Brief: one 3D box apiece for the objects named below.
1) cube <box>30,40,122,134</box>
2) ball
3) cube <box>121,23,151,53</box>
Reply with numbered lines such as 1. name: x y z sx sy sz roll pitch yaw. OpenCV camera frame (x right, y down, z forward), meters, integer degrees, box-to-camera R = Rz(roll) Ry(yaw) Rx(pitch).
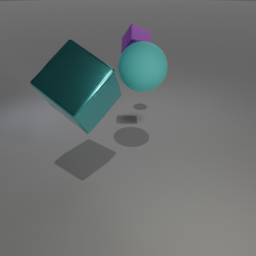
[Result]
1. cube: -1.178 -0.949 6.817 1.400 1.400 1.400 37 80 15
2. ball: 0.416 -1.735 7.979 1.400 1.400 1.400 0 28 0
3. cube: 0.256 -2.715 8.881 0.700 0.700 0.700 16 56 -23
